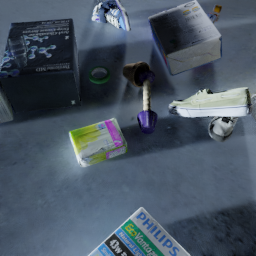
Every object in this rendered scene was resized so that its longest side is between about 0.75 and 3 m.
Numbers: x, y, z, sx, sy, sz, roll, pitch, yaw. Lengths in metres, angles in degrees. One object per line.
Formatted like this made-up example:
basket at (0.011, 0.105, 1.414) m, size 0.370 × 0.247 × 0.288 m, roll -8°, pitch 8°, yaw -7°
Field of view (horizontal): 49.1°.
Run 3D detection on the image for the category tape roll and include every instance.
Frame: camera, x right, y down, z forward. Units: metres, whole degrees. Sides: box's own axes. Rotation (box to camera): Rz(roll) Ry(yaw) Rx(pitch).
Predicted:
tape roll at (-1.037, -1.940, 10.187) m, size 0.772 × 0.186 × 0.772 m, roll 0°, pitch 52°, yaw 0°

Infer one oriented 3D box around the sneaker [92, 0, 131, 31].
sneaker at (-0.781, -4.682, 12.060) m, size 1.446 × 0.796 × 1.975 m, roll -21°, pitch 62°, yaw 0°

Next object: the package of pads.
package of pads at (-0.846, 0.425, 8.134) m, size 1.470 × 0.501 × 1.136 m, roll -18°, pitch 53°, yaw -12°

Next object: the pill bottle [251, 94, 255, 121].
pill bottle at (4.893, -0.863, 8.809) m, size 1.961 × 1.022 × 1.022 m, roll -20°, pitch 55°, yaw -16°

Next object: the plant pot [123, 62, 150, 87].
plant pot at (0.226, -1.936, 9.843) m, size 0.770 × 0.883 × 0.883 m, roll 25°, pitch 54°, yaw 39°

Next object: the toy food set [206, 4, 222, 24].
toy food set at (3.144, -4.260, 11.493) m, size 0.745 × 0.791 × 1.657 m, roll 27°, pitch 95°, yaw 19°

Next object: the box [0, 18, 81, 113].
box at (-2.816, -2.177, 9.481) m, size 2.192 × 1.581 × 2.953 m, roll -7°, pitch 52°, yaw -5°

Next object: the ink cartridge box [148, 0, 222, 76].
ink cartridge box at (2.041, -3.598, 10.634) m, size 2.021 × 1.131 × 2.962 m, roll -18°, pitch 55°, yaw 4°

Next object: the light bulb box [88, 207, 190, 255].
light bulb box at (0.219, 3.294, 5.256) m, size 2.380 × 1.485 × 2.359 m, roll -37°, pitch 60°, yaw -25°

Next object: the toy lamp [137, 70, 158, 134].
toy lamp at (0.602, -0.855, 8.999) m, size 0.672 × 0.672 × 2.308 m, roll 0°, pitch 54°, yaw 0°

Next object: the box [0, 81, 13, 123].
box at (-4.608, -0.815, 8.382) m, size 1.766 × 1.624 × 0.926 m, roll -16°, pitch 56°, yaw -13°

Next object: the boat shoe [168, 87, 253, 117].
boat shoe at (2.373, -0.778, 8.340) m, size 2.507 × 0.778 × 0.902 m, roll 1°, pitch 13°, yaw 33°

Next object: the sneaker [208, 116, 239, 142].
sneaker at (3.069, -0.430, 8.630) m, size 0.737 × 0.800 × 1.999 m, roll 25°, pitch 58°, yaw 15°
